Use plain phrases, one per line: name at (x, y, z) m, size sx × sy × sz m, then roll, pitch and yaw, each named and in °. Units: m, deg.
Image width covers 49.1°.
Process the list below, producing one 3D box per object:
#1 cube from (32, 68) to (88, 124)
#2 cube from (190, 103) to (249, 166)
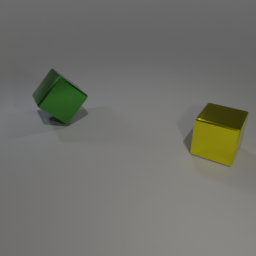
cube at (-2.702, -1.262, 11.052) m, size 1.400 × 1.400 × 1.400 m, roll 35°, pitch 4°, yaw -35°
cube at (3.048, 0.172, 9.373) m, size 1.400 × 1.400 × 1.400 m, roll 17°, pitch 36°, yaw 26°
